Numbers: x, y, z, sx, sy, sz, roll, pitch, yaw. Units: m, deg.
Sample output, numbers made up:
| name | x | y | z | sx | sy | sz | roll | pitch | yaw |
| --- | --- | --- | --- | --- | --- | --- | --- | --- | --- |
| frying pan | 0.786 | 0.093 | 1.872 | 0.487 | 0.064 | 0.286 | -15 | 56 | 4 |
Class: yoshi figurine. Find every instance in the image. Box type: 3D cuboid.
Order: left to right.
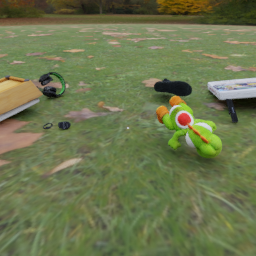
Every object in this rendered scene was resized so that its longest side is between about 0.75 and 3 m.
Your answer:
| name | x | y | z | sx | sy | sz | roll | pitch | yaw |
| --- | --- | --- | --- | --- | --- | --- | --- | --- | --- |
| yoshi figurine | 1.531 | 0.094 | 6.685 | 1.060 | 1.064 | 1.894 | -3 | 36 | -30 |

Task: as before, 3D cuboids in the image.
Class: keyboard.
| name | x | y | z | sx | sy | sz | roll | pitch | yaw |
| --- | --- | --- | --- | --- | --- | --- | --- | --- | --- |
| keyboard | 3.135 | -0.530 | 8.511 | 0.451 | 0.752 | 0.096 | -3 | -15 | -46 |

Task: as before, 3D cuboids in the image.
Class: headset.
| name | x | y | z | sx | sy | sz | roll | pitch | yaw |
| --- | --- | --- | --- | --- | --- | --- | --- | --- | --- |
| headset | -2.960 | -1.595 | 10.469 | 0.721 | 0.948 | 1.535 | -10 | 10 | 46 |

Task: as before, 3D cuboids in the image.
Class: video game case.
| name | x | y | z | sx | sy | sz | roll | pitch | yaw |
| --- | --- | --- | --- | --- | --- | --- | --- | --- | --- |
| video game case | 4.572 | -1.485 | 10.167 | 2.910 | 0.334 | 2.651 | -3 | 15 | 8 |

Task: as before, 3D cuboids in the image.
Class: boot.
| name | x | y | z | sx | sy | sz | roll | pitch | yaw |
| --- | --- | --- | --- | --- | --- | --- | --- | --- | --- |
| boot | 1.705 | -1.544 | 10.479 | 1.411 | 0.539 | 1.186 | 7 | 15 | 13 |

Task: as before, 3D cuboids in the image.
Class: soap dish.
| name | x | y | z | sx | sy | sz | roll | pitch | yaw |
| --- | --- | --- | --- | --- | --- | --- | --- | --- | --- |
| soap dish | -4.056 | -0.948 | 8.869 | 1.635 | 0.844 | 2.078 | 16 | 37 | 37 |

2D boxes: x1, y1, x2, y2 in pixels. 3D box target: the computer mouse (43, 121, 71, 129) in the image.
| name | x | y | z | sx | sy | sz | roll | pitch | yaw |
| --- | --- | --- | --- | --- | --- | --- | --- | --- | --- |
| computer mouse | -2.048 | -0.059 | 8.076 | 0.795 | 0.233 | 0.135 | -5 | -5 | -25 |
